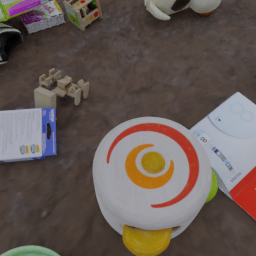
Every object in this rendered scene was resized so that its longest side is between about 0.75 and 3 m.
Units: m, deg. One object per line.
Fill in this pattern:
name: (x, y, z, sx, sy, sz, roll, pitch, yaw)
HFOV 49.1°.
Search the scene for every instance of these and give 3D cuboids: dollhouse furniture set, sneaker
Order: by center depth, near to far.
dollhouse furniture set: (-1.995, -0.893, 7.993, 1.249, 0.885, 1.359, 23, 39, 13)
sneaker: (-4.369, -2.225, 8.435, 1.262, 1.089, 2.879, 18, 60, 19)

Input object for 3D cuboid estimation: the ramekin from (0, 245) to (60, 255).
ramekin: (-1.802, 3.228, 5.117, 1.894, 0.925, 1.894, 0, 58, 0)

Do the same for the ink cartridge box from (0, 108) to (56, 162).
ink cartridge box: (-2.897, 0.196, 7.169, 2.175, 0.456, 1.298, -5, 75, -1)

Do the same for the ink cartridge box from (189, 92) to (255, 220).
ink cartridge box: (3.015, 0.653, 6.911, 2.264, 0.668, 2.828, -35, 63, -20)

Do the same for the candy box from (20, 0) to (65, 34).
candy box: (-3.065, -3.982, 10.000, 1.390, 0.424, 0.948, -23, 60, -15)

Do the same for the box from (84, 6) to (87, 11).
box: (-1.598, -4.622, 10.598, 0.967, 0.103, 0.791, -16, 59, -10)

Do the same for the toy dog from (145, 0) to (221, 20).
toy dog: (1.988, -4.831, 9.733, 2.633, 1.837, 2.552, 3, 54, -2)

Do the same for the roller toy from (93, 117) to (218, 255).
roller toy: (0.445, 1.076, 5.952, 2.614, 1.827, 2.385, -39, 65, -22)

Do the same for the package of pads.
package of pads: (-4.462, -4.133, 9.095, 2.914, 0.994, 2.251, 6, 36, 22)

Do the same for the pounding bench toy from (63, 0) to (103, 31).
pounding bench toy: (-1.540, -4.285, 9.591, 1.035, 1.327, 0.824, -42, 66, -14)
